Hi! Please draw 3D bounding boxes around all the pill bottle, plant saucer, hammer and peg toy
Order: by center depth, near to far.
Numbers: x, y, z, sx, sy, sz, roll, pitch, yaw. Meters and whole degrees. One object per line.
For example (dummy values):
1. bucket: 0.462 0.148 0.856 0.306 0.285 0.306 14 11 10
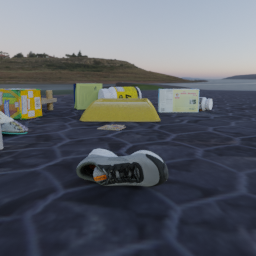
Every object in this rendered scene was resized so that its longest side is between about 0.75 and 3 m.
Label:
1. plant saucer: -0.242 -0.796 11.327 2.945 0.714 2.946 0 9 2
2. hammer and peg toy: -5.091 -1.235 13.108 2.843 1.002 2.091 3 12 19
3. pill bottle: 3.494 -1.185 13.736 1.153 0.671 0.671 7 12 33
4. pill bottle: -0.431 -1.516 14.243 2.010 1.149 1.149 -5 11 -26

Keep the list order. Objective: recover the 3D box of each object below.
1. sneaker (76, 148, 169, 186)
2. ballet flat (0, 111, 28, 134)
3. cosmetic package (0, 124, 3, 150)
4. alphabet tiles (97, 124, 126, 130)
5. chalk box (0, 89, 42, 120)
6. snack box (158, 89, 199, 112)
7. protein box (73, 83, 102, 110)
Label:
1. sneaker: -0.102 0.605 3.824 1.393 0.515 0.552 -1 17 33
2. ballet flat: -3.709 -0.140 7.579 1.912 0.688 0.688 -1 10 -7
3. cosmetic package: -3.694 0.090 4.834 1.369 1.156 2.563 2 12 30
4. alphabet tiles: -0.457 -0.026 8.750 0.726 0.033 0.869 3 10 19
5. chalk box: -4.540 -0.998 11.209 1.849 1.150 1.145 4 10 26
6. snack box: 2.346 -1.276 13.010 1.863 1.082 0.346 0 10 -3
7. protein box: -2.083 -1.661 14.571 1.331 1.321 0.898 -4 10 -20
